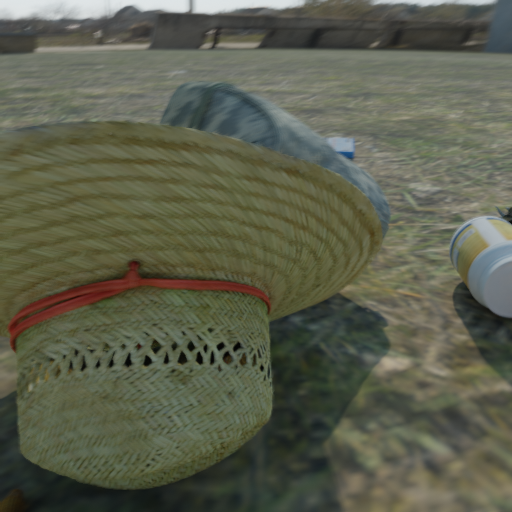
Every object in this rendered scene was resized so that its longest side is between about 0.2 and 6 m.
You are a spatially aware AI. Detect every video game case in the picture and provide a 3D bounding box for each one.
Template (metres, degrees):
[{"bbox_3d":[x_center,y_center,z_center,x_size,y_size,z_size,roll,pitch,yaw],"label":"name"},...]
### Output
[{"bbox_3d":[1.512,-2.897,14.868,2.123,0.189,1.519,4,26,7],"label":"video game case"}]

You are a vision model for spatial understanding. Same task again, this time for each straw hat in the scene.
[{"bbox_3d":[-0.851,0.876,4.495,4.200,4.200,1.778,-4,65,-8],"label":"straw hat"}]

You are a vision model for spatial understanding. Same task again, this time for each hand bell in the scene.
[{"bbox_3d":[-1.792,2.031,3.914,0.627,0.627,1.204,-4,13,-10],"label":"hand bell"}]

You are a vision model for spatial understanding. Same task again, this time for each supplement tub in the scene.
[{"bbox_3d":[3.164,0.127,7.334,0.957,0.957,1.323,1,25,2],"label":"supplement tub"}]

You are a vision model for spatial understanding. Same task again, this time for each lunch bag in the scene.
[{"bbox_3d":[0.196,-0.962,7.524,2.869,1.999,2.407,22,0,-44],"label":"lunch bag"}]

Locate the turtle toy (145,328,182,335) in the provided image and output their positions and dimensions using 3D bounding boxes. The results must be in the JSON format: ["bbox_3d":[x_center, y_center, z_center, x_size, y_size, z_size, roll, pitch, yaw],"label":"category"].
[{"bbox_3d":[-1.074,0.289,6.449,2.126,1.075,1.549,-4,63,0],"label":"turtle toy"}]

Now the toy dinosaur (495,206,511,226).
[{"bbox_3d":[4.069,-0.253,8.835,0.813,0.611,1.589,3,28,35],"label":"toy dinosaur"}]
